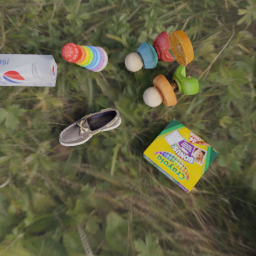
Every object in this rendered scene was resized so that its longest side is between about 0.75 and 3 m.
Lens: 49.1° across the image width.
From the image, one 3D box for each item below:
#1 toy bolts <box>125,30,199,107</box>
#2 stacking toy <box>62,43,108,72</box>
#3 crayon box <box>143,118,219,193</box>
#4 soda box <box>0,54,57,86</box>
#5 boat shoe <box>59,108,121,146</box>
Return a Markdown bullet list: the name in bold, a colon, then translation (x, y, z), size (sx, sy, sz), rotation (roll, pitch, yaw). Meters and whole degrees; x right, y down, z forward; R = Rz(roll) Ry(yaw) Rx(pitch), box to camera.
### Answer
- **toy bolts**: translation (0.806, -1.874, 8.118), size (1.523, 2.097, 2.195), rotation (-26, 53, -3)
- **stacking toy**: translation (-1.268, -2.090, 8.086), size (0.778, 1.823, 0.778), rotation (2, 96, 18)
- **crayon box**: translation (1.450, 0.742, 7.780), size (1.581, 0.461, 1.364), rotation (38, 74, 13)
- **soda box**: translation (-3.356, -1.765, 8.595), size (2.201, 0.698, 0.751), rotation (2, 69, 1)
- **boat shoe**: translation (-1.111, -0.059, 8.029), size (1.889, 0.562, 0.679), rotation (-21, 71, -7)
